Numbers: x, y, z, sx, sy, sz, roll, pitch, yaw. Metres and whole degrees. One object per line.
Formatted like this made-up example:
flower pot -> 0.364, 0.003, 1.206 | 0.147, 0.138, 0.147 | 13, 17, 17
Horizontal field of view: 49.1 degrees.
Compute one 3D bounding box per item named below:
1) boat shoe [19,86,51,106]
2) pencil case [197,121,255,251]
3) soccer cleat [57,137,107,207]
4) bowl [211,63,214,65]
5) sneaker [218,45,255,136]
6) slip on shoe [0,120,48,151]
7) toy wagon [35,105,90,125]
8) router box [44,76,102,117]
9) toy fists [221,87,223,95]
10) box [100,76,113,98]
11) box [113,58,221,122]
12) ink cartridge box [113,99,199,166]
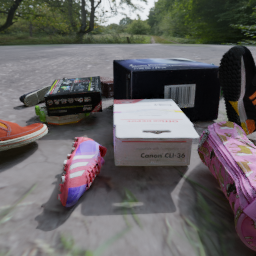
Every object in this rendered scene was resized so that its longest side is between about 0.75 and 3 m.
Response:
boat shoe -> -3.575, -1.362, 11.315 | 0.552, 0.640, 1.760 | 16, 30, 29
pencil case -> 1.976, 0.805, 4.751 | 1.172, 1.121, 2.709 | 0, 21, 0
soccer cleat -> -0.842, 0.788, 5.521 | 0.799, 0.697, 2.091 | 14, 21, -8
bowl -> 3.483, -2.041, 12.297 | 0.772, 1.477, 1.477 | -9, 14, 31
sneaker -> 3.115, -0.989, 7.003 | 1.248, 2.774, 0.970 | -24, 41, 1
slip on shoe -> -3.082, 0.094, 6.349 | 1.109, 0.917, 2.995 | -11, -1, 35
toy wagon -> -2.326, -0.620, 9.607 | 1.598, 0.408, 2.060 | -9, 22, -27
router box -> -1.737, -1.126, 9.410 | 1.691, 0.701, 2.257 | -5, 23, -4
toy fists -> 4.177, -1.692, 12.280 | 1.464, 0.503, 0.746 | 6, 16, -15
box -> -1.070, -1.904, 12.746 | 0.903, 0.676, 1.803 | -16, 24, -37
box -> 1.151, -1.433, 9.804 | 2.976, 1.834, 2.952 | -5, 20, -13
ink cartridge box -> 0.501, 0.103, 6.800 | 1.729, 1.002, 2.969 | -1, 19, -2
